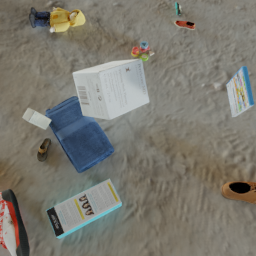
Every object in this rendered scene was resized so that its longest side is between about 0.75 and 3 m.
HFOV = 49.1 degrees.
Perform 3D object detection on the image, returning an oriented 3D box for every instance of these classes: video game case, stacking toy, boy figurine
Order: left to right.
[{"bbox_3d":[-3.285,-5.074,13.118,2.492,0.803,1.549,3,61,4],"label":"boy figurine"},{"bbox_3d":[0.688,-3.479,12.541,0.898,0.379,0.813,-42,70,-18],"label":"stacking toy"},{"bbox_3d":[3.718,-1.156,9.384,0.157,1.763,1.261,-7,80,3],"label":"video game case"}]

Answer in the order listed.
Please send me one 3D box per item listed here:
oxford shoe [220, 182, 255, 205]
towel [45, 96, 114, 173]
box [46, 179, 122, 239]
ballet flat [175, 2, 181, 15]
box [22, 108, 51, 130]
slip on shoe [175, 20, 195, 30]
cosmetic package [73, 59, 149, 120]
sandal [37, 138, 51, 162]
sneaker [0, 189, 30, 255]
[{"bbox_3d":[4.307,2.171,9.547,2.098,0.748,0.748,1,62,-1],"label":"oxford shoe"},{"bbox_3d":[-1.854,0.182,10.552,1.608,0.699,2.879,-30,66,-14],"label":"towel"},{"bbox_3d":[-1.436,2.684,9.368,2.322,0.571,0.956,-25,66,-12],"label":"box"},{"bbox_3d":[2.491,-5.877,13.827,0.257,0.255,0.751,1,73,-10],"label":"ballet flat"},{"bbox_3d":[-3.244,-0.322,10.019,0.370,0.953,0.452,27,83,27],"label":"box"},{"bbox_3d":[2.718,-4.950,13.313,1.011,0.309,0.374,19,67,11],"label":"slip on shoe"},{"bbox_3d":[-0.588,-1.434,10.031,1.976,1.653,1.643,-27,23,-36],"label":"cosmetic package"},{"bbox_3d":[-3.153,0.784,10.487,0.394,0.263,0.964,14,64,7],"label":"sandal"},{"bbox_3d":[-4.083,3.309,8.932,1.342,0.836,2.504,-23,62,-10],"label":"sneaker"}]
